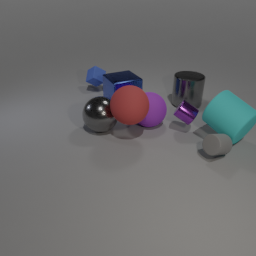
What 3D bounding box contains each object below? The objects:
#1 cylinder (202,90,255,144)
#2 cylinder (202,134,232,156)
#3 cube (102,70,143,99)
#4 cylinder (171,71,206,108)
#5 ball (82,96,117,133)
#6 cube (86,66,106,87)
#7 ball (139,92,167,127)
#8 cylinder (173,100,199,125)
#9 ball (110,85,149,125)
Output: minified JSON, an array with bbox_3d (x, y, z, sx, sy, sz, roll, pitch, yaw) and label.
[{"bbox_3d":[3.605,-0.387,9.893,1.400,1.400,1.400,-23,56,-35],"label":"cylinder"},{"bbox_3d":[2.943,0.543,9.230,0.700,0.700,0.700,0,24,-39],"label":"cylinder"},{"bbox_3d":[-0.262,-1.710,12.898,1.400,1.400,1.400,-13,32,-22],"label":"cube"},{"bbox_3d":[2.780,-1.776,12.980,1.400,1.400,1.400,1,29,-1],"label":"cylinder"},{"bbox_3d":[-1.063,-0.524,10.848,1.400,1.400,1.400,0,30,0],"label":"ball"},{"bbox_3d":[-1.643,-2.641,14.333,0.700,0.700,0.700,21,-23,-38],"label":"cube"},{"bbox_3d":[0.850,-0.739,11.241,1.400,1.400,1.400,0,30,0],"label":"ball"},{"bbox_3d":[2.204,-0.593,10.646,0.700,0.700,0.700,35,35,0],"label":"cylinder"},{"bbox_3d":[0.061,-0.810,9.964,1.400,1.400,1.400,0,30,0],"label":"ball"}]
